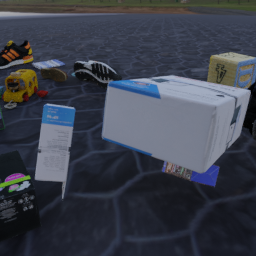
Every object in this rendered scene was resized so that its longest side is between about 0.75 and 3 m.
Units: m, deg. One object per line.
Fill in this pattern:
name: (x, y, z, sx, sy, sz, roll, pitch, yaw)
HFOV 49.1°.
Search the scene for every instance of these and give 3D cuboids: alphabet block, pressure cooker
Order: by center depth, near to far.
pressure cooker: (4.275, -0.537, 6.595, 2.627, 2.668, 2.986, 12, 12, -45)
alphabet block: (4.177, -2.211, 11.247, 1.326, 1.333, 1.358, -15, 30, -29)

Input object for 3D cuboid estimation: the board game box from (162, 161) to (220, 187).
board game box: (1.218, 0.808, 5.508, 0.676, 0.411, 0.848, 18, -5, -28)

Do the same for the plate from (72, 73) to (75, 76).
plate: (-2.310, -2.610, 13.400, 0.780, 0.100, 0.780, -1, 27, 0)

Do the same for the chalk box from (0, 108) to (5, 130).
chalk box: (-4.476, -0.632, 8.093, 1.371, 1.361, 2.196, -16, 31, -28)

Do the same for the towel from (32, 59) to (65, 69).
towel: (-4.210, -3.386, 14.855, 1.448, 0.172, 1.063, -19, 33, -33)

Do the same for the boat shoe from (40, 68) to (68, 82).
boat shoe: (-3.245, -2.465, 12.589, 1.595, 0.574, 0.539, 16, 33, 33)

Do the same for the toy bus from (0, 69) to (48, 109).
toy bus: (-4.095, -1.606, 10.468, 1.749, 0.958, 1.853, -22, 34, -37)

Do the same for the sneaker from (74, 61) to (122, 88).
sneaker: (-1.169, -2.471, 12.127, 1.121, 1.033, 2.802, -21, 34, -39)

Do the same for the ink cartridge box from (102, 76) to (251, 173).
ink cartridge box: (1.047, -0.284, 5.367, 1.904, 1.116, 2.600, 17, 21, 29)

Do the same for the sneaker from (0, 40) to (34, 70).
sneaker: (-6.302, -3.879, 14.613, 0.975, 1.255, 2.789, 19, 33, 33)

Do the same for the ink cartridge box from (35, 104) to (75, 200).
ink cartridge box: (-1.370, 0.401, 5.233, 0.556, 1.640, 0.951, 7, 4, -13)

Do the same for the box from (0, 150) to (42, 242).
box: (-2.286, 1.189, 5.024, 1.048, 0.877, 1.411, -14, 29, -26)
